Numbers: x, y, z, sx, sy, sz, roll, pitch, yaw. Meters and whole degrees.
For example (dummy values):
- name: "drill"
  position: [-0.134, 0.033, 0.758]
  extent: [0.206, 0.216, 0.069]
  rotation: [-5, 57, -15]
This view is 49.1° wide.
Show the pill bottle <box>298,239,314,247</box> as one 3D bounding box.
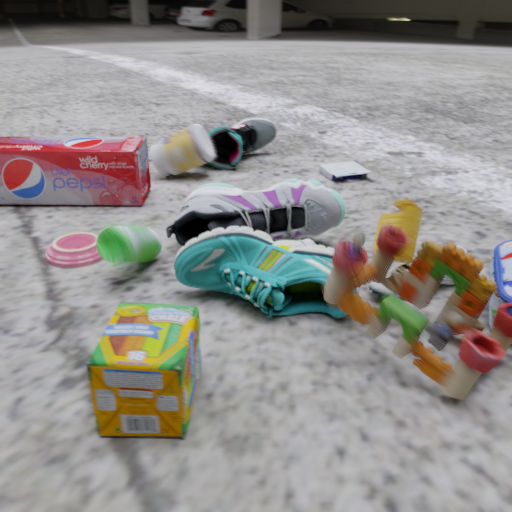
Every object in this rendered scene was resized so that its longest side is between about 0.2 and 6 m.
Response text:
- name: "pill bottle"
  position: [0.690, -0.034, 9.878]
  extent: [0.749, 0.424, 0.424]
  rotation: [-21, 33, -38]

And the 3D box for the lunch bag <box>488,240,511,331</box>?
- name: "lunch bag"
  position: [4.679, 0.638, 7.954]
  extent: [2.567, 0.970, 2.057]
  rotation: [7, 29, 17]

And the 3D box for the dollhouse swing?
- name: "dollhouse swing"
  position: [2.139, -0.397, 8.974]
  extent: [0.780, 0.887, 0.806]
  rotation: [7, -9, 36]

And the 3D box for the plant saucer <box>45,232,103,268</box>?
- name: "plant saucer"
  position: [-3.282, -0.145, 10.263]
  extent: [1.118, 0.283, 1.118]
  rotation: [1, 26, 0]

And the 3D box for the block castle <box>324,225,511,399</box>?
- name: "block castle"
  position: [2.219, 0.529, 7.248]
  extent: [2.365, 1.110, 1.581]
  rotation: [39, 37, 29]

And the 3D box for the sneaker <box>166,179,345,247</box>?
- name: "sneaker"
  position: [-0.077, -0.474, 10.073]
  extent: [3.165, 1.230, 2.214]
  rotation: [-1, 26, 18]

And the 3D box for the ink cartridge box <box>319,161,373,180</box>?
- name: "ink cartridge box"
  position: [2.288, -2.147, 14.376]
  extent: [1.046, 0.213, 1.048]
  rotation: [-8, 28, -17]

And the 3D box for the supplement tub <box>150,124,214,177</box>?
- name: "supplement tub"
  position: [-1.869, -2.636, 14.119]
  extent: [1.373, 0.998, 0.998]
  rotation: [-20, 23, 13]

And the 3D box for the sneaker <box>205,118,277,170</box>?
- name: "sneaker"
  position: [-0.500, -3.094, 15.177]
  extent: [2.737, 1.144, 1.652]
  rotation: [-17, 25, -15]

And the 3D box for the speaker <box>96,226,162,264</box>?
- name: "speaker"
  position: [-2.103, -0.187, 9.419]
  extent: [0.638, 0.638, 1.443]
  rotation: [6, 2, 12]

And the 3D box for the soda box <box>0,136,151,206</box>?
- name: "soda box"
  position: [-4.386, -1.927, 12.653]
  extent: [3.814, 1.335, 1.209]
  rotation: [0, 26, 0]

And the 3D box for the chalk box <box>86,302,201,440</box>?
- name: "chalk box"
  position: [-1.226, 1.210, 6.685]
  extent: [1.029, 1.022, 1.649]
  rotation: [1, 27, 2]

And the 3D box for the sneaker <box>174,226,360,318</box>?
- name: "sneaker"
  position: [0.129, 0.311, 8.469]
  extent: [2.888, 1.119, 1.150]
  rotation: [6, 38, 6]

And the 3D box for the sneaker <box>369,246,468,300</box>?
- name: "sneaker"
  position: [2.625, 0.236, 9.075]
  extent: [1.855, 0.672, 0.667]
  rotation: [-13, 30, -21]
